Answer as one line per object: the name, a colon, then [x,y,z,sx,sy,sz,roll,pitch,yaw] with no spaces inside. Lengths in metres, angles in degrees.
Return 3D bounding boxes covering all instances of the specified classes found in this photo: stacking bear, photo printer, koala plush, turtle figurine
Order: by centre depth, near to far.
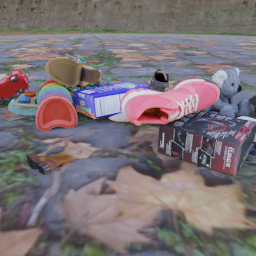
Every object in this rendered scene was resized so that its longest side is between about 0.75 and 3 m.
photo printer: [3.956,0.006,9.121,1.050,0.438,1.262,-20,31,-39]
stacking bear: [-2.656,-1.038,10.116,1.360,1.273,2.239,-6,32,-15]
koala plush: [3.657,-1.369,10.602,1.594,1.798,1.652,-17,29,-35]
turtle figurine: [-2.082,-2.071,12.207,2.797,1.408,2.094,14,54,-23]

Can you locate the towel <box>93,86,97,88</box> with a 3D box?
towel: [-2.341,-2.104,14.420,1.215,0.180,1.656,19,31,37]

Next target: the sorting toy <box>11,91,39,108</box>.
sorting toy: [-3.366,-1.147,11.148,2.054,0.275,1.530,4,25,0]

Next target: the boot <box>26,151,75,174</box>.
boot: [-2.076,0.776,7.466,0.945,0.344,1.004,17,28,35]

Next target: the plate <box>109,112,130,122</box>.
plate: [0.962,-0.782,10.019,2.511,0.406,2.505,-23,5,-43]

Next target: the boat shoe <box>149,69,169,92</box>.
boat shoe: [1.557,-2.142,13.023,1.036,1.019,2.780,23,30,-1]

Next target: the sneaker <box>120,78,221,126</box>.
sneaker: [1.267,-0.553,7.682,2.851,1.051,1.237,-11,33,-4]

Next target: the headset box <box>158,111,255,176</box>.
headset box: [2.340,0.292,7.832,2.456,0.921,1.826,15,27,31]

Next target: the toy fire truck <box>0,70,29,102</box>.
toy fire truck: [-5.684,-1.809,12.049,2.939,0.716,2.073,-24,37,-2]

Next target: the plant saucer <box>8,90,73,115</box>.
plant saucer: [-3.722,-1.169,11.988,2.707,0.371,2.707,-1,23,0]

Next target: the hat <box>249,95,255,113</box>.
hat: [5.225,-0.712,10.564,1.464,0.590,1.464,4,30,-2]

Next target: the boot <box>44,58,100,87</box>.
boot: [-2.534,-2.264,10.619,1.985,0.980,2.556,20,20,32]

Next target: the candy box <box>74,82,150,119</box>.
candy box: [-0.638,-1.130,10.826,2.370,0.913,2.004,-12,18,-26]
